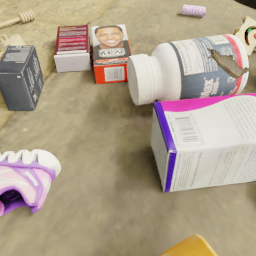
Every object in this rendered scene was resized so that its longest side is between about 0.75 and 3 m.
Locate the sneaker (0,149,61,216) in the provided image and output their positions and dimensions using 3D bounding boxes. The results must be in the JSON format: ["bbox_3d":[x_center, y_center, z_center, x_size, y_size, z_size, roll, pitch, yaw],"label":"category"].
[{"bbox_3d":[-2.754,1.105,5.392,2.756,1.109,1.218,0,54,-1],"label":"sneaker"}]

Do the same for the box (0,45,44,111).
[{"bbox_3d":[-2.854,-1.338,7.508,0.756,1.266,1.288,0,46,0],"label":"box"}]

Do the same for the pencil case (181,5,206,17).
[{"bbox_3d":[2.661,-4.721,11.316,0.973,0.416,0.408,14,52,12],"label":"pencil case"}]

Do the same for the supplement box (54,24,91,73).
[{"bbox_3d":[-1.794,-2.662,9.224,1.077,0.603,1.980,-4,47,-3],"label":"supplement box"}]

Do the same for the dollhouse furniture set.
[{"bbox_3d":[-3.840,-2.097,8.700,1.606,1.045,1.476,-11,43,19],"label":"dollhouse furniture set"}]

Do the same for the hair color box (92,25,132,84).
[{"bbox_3d":[-0.531,-2.405,8.907,1.179,0.711,2.322,-6,46,-5],"label":"hair color box"}]

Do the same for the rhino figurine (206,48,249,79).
[{"bbox_3d":[1.618,-1.102,4.661,0.776,0.232,0.339,42,45,12],"label":"rhino figurine"}]

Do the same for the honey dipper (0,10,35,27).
[{"bbox_3d":[-4.633,-3.971,10.629,2.197,0.417,0.417,-30,53,-24],"label":"honey dipper"}]

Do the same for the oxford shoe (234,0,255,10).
[{"bbox_3d":[2.696,-1.963,3.974,2.689,0.959,0.959,20,83,-17],"label":"oxford shoe"}]

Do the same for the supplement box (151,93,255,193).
[{"bbox_3d":[1.986,0.261,5.892,2.764,1.429,1.399,-6,46,-4],"label":"supplement box"}]

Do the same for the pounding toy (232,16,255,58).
[{"bbox_3d":[3.984,-2.836,9.461,1.182,1.186,2.067,40,63,-2],"label":"pounding toy"}]

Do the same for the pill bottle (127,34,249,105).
[{"bbox_3d":[1.454,-1.427,7.331,2.783,1.664,1.664,-11,47,-8],"label":"pill bottle"}]

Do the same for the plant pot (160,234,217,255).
[{"bbox_3d":[0.501,2.744,3.215,2.030,2.217,2.217,-27,51,-4],"label":"plant pot"}]
